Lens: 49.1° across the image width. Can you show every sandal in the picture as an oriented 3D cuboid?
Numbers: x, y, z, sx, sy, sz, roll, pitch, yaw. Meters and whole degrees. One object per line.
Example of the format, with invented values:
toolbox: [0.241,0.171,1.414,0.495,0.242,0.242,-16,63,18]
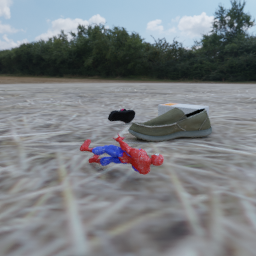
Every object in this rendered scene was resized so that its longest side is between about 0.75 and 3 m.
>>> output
sandal: [-0.209,-0.427,8.890,0.294,0.490,1.305,38,21,31]

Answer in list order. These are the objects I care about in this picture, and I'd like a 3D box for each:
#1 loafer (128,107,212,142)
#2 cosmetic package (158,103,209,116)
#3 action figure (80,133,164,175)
loafer: [1.074,-0.153,7.102,2.230,0.777,0.839,-5,12,-17]
cosmetic package: [1.868,-0.505,9.567,1.553,0.553,0.788,10,16,38]
action figure: [-0.101,0.428,4.491,1.632,0.534,0.422,6,40,46]
